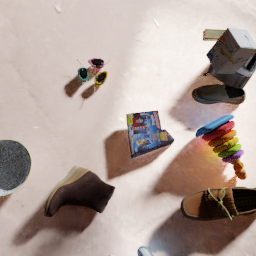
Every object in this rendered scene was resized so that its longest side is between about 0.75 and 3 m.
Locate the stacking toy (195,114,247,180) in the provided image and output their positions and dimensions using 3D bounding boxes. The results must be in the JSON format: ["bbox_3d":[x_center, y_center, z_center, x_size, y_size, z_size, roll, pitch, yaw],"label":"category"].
[{"bbox_3d":[3.457,0.752,9.597,1.232,1.302,2.244,-26,82,-11],"label":"stacking toy"}]

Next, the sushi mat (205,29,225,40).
[{"bbox_3d":[3.878,-4.000,11.984,1.173,0.071,0.561,4,67,2],"label":"sushi mat"}]

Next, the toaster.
[{"bbox_3d":[4.125,-2.485,10.838,1.609,1.056,1.779,34,72,14],"label":"toaster"}]

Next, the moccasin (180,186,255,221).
[{"bbox_3d":[3.148,2.380,8.817,2.966,1.145,1.085,0,68,0],"label":"moccasin"}]

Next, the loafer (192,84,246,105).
[{"bbox_3d":[3.463,-1.334,10.560,2.049,0.700,0.775,1,68,0],"label":"loafer"}]

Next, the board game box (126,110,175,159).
[{"bbox_3d":[0.800,0.201,10.055,1.590,0.491,1.591,-6,68,-3],"label":"board game box"}]

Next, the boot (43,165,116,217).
[{"bbox_3d":[-1.561,2.320,9.067,1.668,0.725,2.005,29,68,13],"label":"boot"}]

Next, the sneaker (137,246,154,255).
[{"bbox_3d":[0.600,4.675,8.010,0.976,0.925,2.417,-12,68,-10],"label":"sneaker"}]

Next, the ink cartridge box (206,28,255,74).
[{"bbox_3d":[3.033,-2.244,8.221,0.787,1.088,0.801,-5,61,-28],"label":"ink cartridge box"}]

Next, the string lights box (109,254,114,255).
[{"bbox_3d":[-0.149,4.410,7.922,1.543,0.455,0.793,23,76,44],"label":"string lights box"}]

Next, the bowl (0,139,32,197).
[{"bbox_3d":[-4.027,1.397,9.355,1.898,0.891,1.898,0,69,0],"label":"bowl"}]

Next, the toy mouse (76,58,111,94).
[{"bbox_3d":[-1.451,-2.277,11.144,1.507,0.328,1.696,31,71,11],"label":"toy mouse"}]
